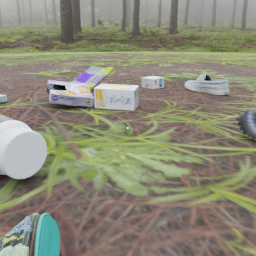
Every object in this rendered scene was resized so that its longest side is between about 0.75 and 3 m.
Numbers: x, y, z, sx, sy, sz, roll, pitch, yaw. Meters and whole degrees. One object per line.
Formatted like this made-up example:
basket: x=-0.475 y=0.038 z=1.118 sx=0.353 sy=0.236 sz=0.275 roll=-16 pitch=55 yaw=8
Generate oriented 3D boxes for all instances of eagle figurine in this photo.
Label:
eagle figurine: x=4.918 y=-0.251 z=8.273 sx=1.970 sy=1.959 sz=2.596 roll=34 pitch=-35 yaw=-28

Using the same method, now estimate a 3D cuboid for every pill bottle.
pill bottle: x=-2.950 y=0.347 z=6.468 sx=2.201 sy=1.252 sz=1.252 roll=14 pitch=23 yaw=37

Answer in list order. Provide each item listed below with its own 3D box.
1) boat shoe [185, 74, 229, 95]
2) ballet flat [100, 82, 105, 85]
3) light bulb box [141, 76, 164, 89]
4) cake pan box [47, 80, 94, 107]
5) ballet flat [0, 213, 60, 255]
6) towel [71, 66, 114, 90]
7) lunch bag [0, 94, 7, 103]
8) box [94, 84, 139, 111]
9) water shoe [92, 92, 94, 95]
boat shoe: x=4.223 y=-2.423 z=15.041 sx=0.929 sy=0.948 sz=2.662 roll=-15 pitch=24 yaw=-38
ballet flat: x=-1.361 y=-2.462 z=16.196 sx=0.305 sy=0.330 sz=0.935 roll=9 pitch=19 yaw=-20
light bulb box: x=1.437 y=-2.640 z=16.222 sx=0.958 sy=0.598 sz=0.950 roll=-15 pitch=24 yaw=-40
cake pan box: x=-2.590 y=-1.523 z=12.280 sx=1.910 sy=0.500 sz=1.759 roll=4 pitch=24 yaw=-21
ballet flat: x=-1.148 y=1.916 z=2.795 sx=0.958 sy=0.958 sz=2.582 roll=-3 pitch=17 yaw=-10
towel: x=-2.166 y=-2.436 z=14.485 sx=2.723 sy=0.310 sz=1.956 roll=-42 pitch=37 yaw=-25
lunch bag: x=-6.013 y=-1.340 z=12.810 sx=0.899 sy=0.346 sz=0.721 roll=12 pitch=20 yaw=30
box: x=-0.473 y=-1.326 z=11.894 sx=1.731 sy=0.877 sz=0.973 roll=5 pitch=21 yaw=13
water shoe: x=-1.264 y=-1.934 z=14.339 sx=1.219 sy=0.481 sz=0.436 roll=-5 pitch=20 yaw=-15
